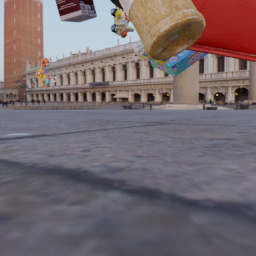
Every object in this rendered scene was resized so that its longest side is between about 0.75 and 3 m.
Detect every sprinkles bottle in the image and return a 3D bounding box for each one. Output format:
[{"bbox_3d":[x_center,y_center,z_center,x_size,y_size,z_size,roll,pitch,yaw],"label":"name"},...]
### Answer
[{"bbox_3d":[0.132,-2.237,3.990,0.875,2.564,0.875,-22,-16,-7],"label":"sprinkles bottle"}]

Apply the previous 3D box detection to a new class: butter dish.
[{"bbox_3d":[1.869,-2.411,5.133,2.267,1.676,2.261,11,45,0],"label":"butter dish"}]

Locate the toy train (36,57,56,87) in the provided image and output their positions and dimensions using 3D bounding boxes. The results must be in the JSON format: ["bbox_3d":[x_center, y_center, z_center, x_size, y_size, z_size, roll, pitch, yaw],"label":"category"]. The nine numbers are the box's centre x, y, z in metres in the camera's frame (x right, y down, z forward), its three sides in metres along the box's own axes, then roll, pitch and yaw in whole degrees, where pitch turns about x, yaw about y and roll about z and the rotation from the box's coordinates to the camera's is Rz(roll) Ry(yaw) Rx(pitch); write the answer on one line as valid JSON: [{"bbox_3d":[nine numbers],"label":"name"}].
[{"bbox_3d":[-2.932,-1.956,9.823,0.789,1.050,0.292,-35,-21,25],"label":"toy train"}]

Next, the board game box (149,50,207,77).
[{"bbox_3d":[1.732,-2.391,8.801,1.771,0.398,1.347,-35,35,-8],"label":"board game box"}]

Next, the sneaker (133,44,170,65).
[{"bbox_3d":[0.696,-1.979,7.011,1.134,0.430,0.596,5,-29,-39],"label":"sneaker"}]

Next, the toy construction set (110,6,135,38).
[{"bbox_3d":[-0.044,-3.363,8.282,1.128,1.720,0.793,-7,-22,43],"label":"toy construction set"}]

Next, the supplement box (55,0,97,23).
[{"bbox_3d":[-1.402,-3.598,6.645,0.601,1.975,1.075,-10,16,17],"label":"supplement box"}]

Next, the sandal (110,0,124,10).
[{"bbox_3d":[-0.348,-3.336,5.489,0.876,2.333,0.526,-33,12,6],"label":"sandal"}]
